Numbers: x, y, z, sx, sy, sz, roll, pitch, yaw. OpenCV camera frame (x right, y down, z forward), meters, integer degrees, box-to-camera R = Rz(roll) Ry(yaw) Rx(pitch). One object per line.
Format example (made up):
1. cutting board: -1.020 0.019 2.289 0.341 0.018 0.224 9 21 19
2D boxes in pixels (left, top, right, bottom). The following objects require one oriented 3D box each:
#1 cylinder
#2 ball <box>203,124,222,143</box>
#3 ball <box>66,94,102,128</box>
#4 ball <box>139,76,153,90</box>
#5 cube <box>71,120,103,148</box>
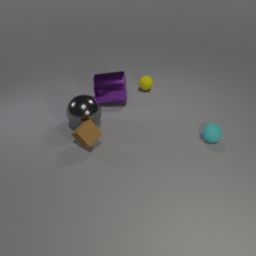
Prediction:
1. cylinder: -0.781 -1.860 12.940 1.400 1.400 1.400 -5 33 4
2. ball: 3.160 0.197 10.509 0.700 0.700 0.700 0 33 0
3. ball: -1.751 -0.636 11.188 1.400 1.400 1.400 0 33 0
4. ball: 0.923 -2.298 14.237 0.700 0.700 0.700 0 33 0
5. cube: -1.485 0.213 10.099 0.700 0.700 0.700 -47 16 -24
